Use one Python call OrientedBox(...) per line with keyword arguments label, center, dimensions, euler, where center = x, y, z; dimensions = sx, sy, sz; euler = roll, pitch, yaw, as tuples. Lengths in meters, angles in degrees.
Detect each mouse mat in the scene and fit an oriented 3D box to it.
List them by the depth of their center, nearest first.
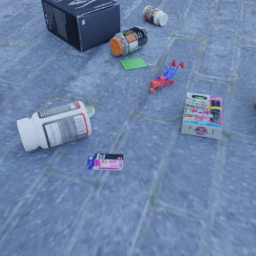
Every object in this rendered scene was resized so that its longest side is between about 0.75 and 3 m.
OrientedBox(label="mouse mat", center=(0.219, -2.527, 10.963), dimensions=(0.964, 0.036, 0.775), euler=(-12, 45, -13))

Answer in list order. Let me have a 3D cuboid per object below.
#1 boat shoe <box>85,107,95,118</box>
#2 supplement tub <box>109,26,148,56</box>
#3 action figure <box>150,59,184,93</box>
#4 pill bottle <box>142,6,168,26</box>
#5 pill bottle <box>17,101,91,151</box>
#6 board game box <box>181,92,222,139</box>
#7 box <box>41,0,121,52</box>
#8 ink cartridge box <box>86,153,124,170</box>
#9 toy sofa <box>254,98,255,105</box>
OrientedBox(label="boat shoe", center=(-1.608, -0.410, 8.500), dimensions=(1.287, 0.399, 0.463), euler=(-22, 48, -22))
OrientedBox(label="supplement tub", center=(0.019, -3.498, 11.330), dimensions=(1.464, 0.897, 0.897), euler=(-31, 52, -30))
OrientedBox(label="action figure", center=(1.324, -1.788, 9.916), dimensions=(0.585, 0.462, 1.788), euler=(26, 54, 31))
OrientedBox(label="pill bottle", center=(1.308, -5.377, 13.455), dimensions=(0.675, 0.675, 1.160), euler=(-32, 53, -29))
OrientedBox(label="pill bottle", center=(-2.001, -0.035, 7.667), dimensions=(1.788, 1.018, 1.018), euler=(-17, 47, -17))
OrientedBox(label="board game box", center=(2.241, -0.403, 8.448), dimensions=(1.103, 0.480, 1.495), euler=(9, 45, 10))
OrientedBox(label="box", center=(-2.055, -4.847, 12.267), dimensions=(2.171, 1.530, 2.934), euler=(-30, 52, -28))
OrientedBox(label="ink cartridge box", center=(-0.602, 0.882, 7.346), dimensions=(0.958, 0.178, 0.454), euler=(0, 44, 3))
OrientedBox(label="toy sofa", center=(4.456, -0.379, 8.140), dimensions=(1.016, 0.862, 2.083), euler=(5, 44, 7))
